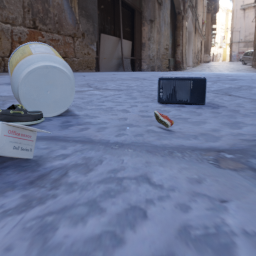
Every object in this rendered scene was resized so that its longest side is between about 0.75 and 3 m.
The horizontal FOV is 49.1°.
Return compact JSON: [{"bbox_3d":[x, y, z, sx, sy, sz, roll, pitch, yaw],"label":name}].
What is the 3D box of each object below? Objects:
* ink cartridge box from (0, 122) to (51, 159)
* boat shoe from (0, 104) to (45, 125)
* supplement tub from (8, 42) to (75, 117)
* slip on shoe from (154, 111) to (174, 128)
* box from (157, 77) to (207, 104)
[{"bbox_3d":[-2.391,0.206,5.117,1.684,0.567,0.986,5,-8,19],"label":"ink cartridge box"},{"bbox_3d":[-3.212,-0.374,7.850,0.704,0.595,1.975,7,12,36],"label":"boat shoe"},{"bbox_3d":[-3.077,-1.761,9.942,2.080,2.080,2.876,-6,29,-23],"label":"supplement tub"},{"bbox_3d":[0.975,-0.253,7.726,0.240,0.291,0.784,-24,38,-21],"label":"slip on shoe"},{"bbox_3d":[2.404,-1.699,12.387,2.041,1.093,1.515,3,13,14],"label":"box"}]
